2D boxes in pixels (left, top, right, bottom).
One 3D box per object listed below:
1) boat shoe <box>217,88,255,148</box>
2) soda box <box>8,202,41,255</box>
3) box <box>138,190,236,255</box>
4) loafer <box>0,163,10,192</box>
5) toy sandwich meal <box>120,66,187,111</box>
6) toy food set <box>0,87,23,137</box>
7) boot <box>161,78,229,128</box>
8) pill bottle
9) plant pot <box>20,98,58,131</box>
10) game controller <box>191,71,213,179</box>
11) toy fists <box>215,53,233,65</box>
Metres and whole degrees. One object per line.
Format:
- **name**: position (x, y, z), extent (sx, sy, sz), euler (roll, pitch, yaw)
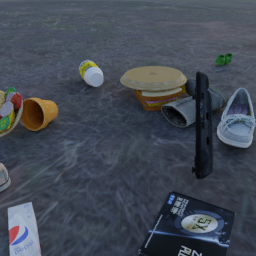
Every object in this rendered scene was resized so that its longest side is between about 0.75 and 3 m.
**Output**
- **boat shoe**: position (3.720, -0.379, 9.473), extent (1.116, 0.971, 3.027), euler (13, 33, 20)
- **soda box**: position (-2.046, 2.249, 5.553), extent (0.506, 0.544, 1.595), euler (-12, 34, -18)
- **box**: position (1.169, 2.214, 5.408), extent (1.417, 0.745, 1.730), euler (16, 34, 23)
- **loafer**: position (-3.982, 1.460, 6.727), extent (2.131, 0.670, 0.766), euler (-22, 38, -32)
- **toy sandwich meal**: position (1.117, -1.766, 11.840), extent (3.072, 1.052, 3.072), euler (-2, 27, 1)
- **toy food set**: position (-4.191, -0.535, 9.339), extent (1.753, 0.431, 1.771), euler (-7, 66, 26)
- **boot**: position (2.281, -1.009, 10.782), extent (2.564, 0.930, 2.331), euler (-26, 37, -25)
- **pill bottle**: position (-1.694, -2.524, 13.099), extent (0.887, 0.887, 1.577), euler (-12, 33, -19)
- **plant pot**: position (-3.028, -0.545, 9.808), extent (1.100, 1.100, 1.007), euler (13, 18, 21)
- **game controller**: position (1.908, -0.106, 7.392), extent (0.584, 1.447, 2.774), euler (-5, 60, 21)
- **toy fists**: position (5.312, -3.757, 15.489), extent (1.086, 0.554, 0.373), euler (-16, 53, -24)
